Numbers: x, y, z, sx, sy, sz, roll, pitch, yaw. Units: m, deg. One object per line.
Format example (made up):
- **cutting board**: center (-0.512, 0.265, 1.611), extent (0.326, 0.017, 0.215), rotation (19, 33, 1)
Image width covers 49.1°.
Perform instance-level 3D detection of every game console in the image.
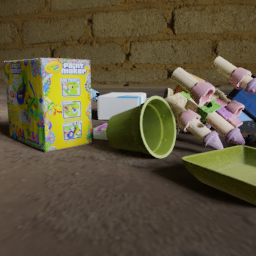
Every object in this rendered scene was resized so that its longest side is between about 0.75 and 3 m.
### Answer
- **game console**: center (4.536, -1.055, 11.087), extent (2.062, 1.420, 2.393), rotation (-5, 36, -21)

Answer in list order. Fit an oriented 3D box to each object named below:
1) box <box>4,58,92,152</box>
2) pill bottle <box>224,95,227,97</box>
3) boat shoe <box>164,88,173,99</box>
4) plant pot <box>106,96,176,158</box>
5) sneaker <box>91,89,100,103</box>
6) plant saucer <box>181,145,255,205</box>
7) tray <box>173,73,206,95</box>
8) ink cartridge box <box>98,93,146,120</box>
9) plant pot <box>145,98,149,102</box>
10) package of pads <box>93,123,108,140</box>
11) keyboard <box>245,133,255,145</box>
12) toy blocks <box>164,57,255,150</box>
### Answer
- **box**: center (-2.607, -0.860, 8.987), extent (1.643, 2.595, 2.694), rotation (-10, 15, -42)
- **pill bottle**: center (4.520, -0.980, 13.475), extent (1.143, 1.143, 2.059), rotation (9, 14, 38)
- **boat shoe**: center (2.202, -1.364, 14.394), extent (0.730, 0.814, 2.198), rotation (3, -20, 4)
- **plant pot**: center (0.248, 0.040, 7.794), extent (1.547, 1.629, 1.629), rotation (-7, 4, 39)
- **sneaker**: center (-1.979, -1.648, 15.191), extent (0.696, 0.607, 1.548), rotation (12, 38, 13)
- **plant saucer**: center (2.424, 0.898, 5.434), extent (2.040, 0.488, 2.037), rotation (-6, 13, -32)
- **tray**: center (2.983, -1.805, 14.700), extent (1.148, 2.328, 0.431), rotation (24, 53, -2)
- **ink cartridge box**: center (-0.217, -1.163, 14.340), extent (2.009, 1.177, 2.781), rotation (2, 12, 10)
- **plant pot**: center (0.830, -0.343, 9.616), extent (1.024, 0.962, 1.024), rotation (25, 26, -13)
- **package of pads**: center (-0.459, 0.142, 9.610), extent (1.203, 0.410, 0.930), rotation (5, 13, 21)
- **keyboard**: center (4.308, 0.415, 8.731), extent (1.363, 0.221, 2.144), rotation (6, 12, 30)
- **toy blocks**: center (2.577, -0.233, 8.537), extent (2.726, 2.917, 2.455), rotation (-24, 57, -38)
